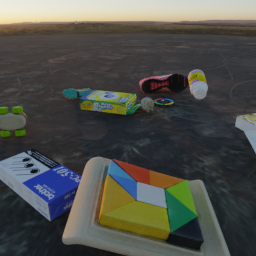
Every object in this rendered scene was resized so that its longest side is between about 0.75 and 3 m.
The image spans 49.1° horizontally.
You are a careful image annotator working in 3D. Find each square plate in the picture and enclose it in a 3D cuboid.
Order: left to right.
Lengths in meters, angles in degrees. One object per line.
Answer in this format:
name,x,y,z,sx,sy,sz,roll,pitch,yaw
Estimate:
square plate,4.454,0.710,8.089,1.719,0.247,1.735,-2,44,-2

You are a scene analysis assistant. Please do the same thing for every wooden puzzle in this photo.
wooden puzzle,0.389,1.530,5.805,2.933,0.546,2.713,12,24,-3

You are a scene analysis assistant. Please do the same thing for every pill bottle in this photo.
pill bottle,1.801,-1.112,7.199,0.435,0.435,0.834,1,43,3

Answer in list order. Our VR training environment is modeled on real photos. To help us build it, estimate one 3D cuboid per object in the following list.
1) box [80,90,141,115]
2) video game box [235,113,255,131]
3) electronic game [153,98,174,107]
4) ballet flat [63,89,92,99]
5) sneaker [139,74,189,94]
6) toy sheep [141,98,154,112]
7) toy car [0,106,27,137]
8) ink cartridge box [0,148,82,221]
box,-0.707,-1.160,12.541,2.477,0.599,1.453,9,25,16
video game box,5.367,0.010,9.947,1.991,0.511,2.185,-7,25,-20
electronic game,1.671,-1.207,13.104,0.992,0.206,0.992,0,24,0
ballet flat,-2.505,-1.684,14.002,1.480,0.560,0.473,-1,-7,-12
sneaker,1.903,-2.520,15.124,2.740,1.010,1.189,-5,23,-11
toy sheep,0.826,-1.029,12.107,0.613,0.613,0.889,-11,17,-24
toy car,-4.105,-0.327,10.221,0.975,1.015,1.235,-2,13,-6
ink cartridge box,-2.165,1.282,6.975,2.396,0.530,1.127,21,32,38
